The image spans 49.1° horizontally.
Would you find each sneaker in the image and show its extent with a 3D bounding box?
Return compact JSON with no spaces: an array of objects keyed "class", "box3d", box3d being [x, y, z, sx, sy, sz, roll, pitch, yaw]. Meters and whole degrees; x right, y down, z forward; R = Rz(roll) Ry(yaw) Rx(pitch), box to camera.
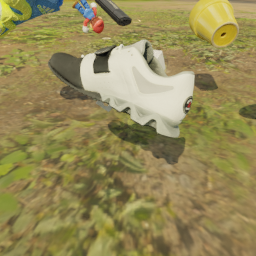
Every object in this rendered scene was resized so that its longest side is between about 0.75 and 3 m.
[{"class":"sneaker","box3d":[-2.326,-2.732,6.376,1.474,1.063,2.806,-8,6,-33]},{"class":"sneaker","box3d":[-0.125,-0.922,4.514,2.608,1.154,0.966,27,16,21]}]

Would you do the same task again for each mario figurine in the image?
[{"class":"mario figurine","box3d":[-1.482,-4.215,10.670,0.872,1.412,0.748,-29,21,29]}]

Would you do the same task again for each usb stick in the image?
[{"class":"usb stick","box3d":[-0.489,-3.695,8.734,0.501,0.294,1.805,-16,50,-26]}]

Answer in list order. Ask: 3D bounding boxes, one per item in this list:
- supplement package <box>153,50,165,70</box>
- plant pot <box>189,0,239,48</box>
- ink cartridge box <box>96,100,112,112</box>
[{"class":"supplement package","box3d":[0.464,-1.968,8.639,1.151,0.698,0.689,16,59,29]},{"class":"plant pot","box3d":[2.597,-3.040,8.250,1.283,1.283,1.207,-6,50,-11]},{"class":"ink cartridge box","box3d":[-0.302,-0.851,5.540,0.328,0.966,0.560,39,3,30]}]
